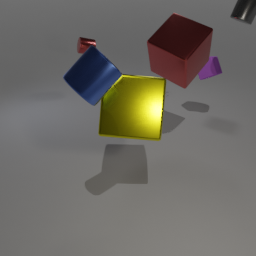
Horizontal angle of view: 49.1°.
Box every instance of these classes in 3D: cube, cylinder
[{"bbox_3d":[0.057,-0.478,6.779,1.400,1.400,1.400,5,1,-4],"label":"cube"},{"bbox_3d":[3.649,-3.669,8.678,0.700,0.700,0.700,18,23,-8],"label":"cylinder"},{"bbox_3d":[-0.565,-0.840,4.541,0.700,0.700,0.700,-46,37,4],"label":"cylinder"},{"bbox_3d":[-1.859,-3.648,12.509,0.700,0.700,0.700,3,27,-23],"label":"cylinder"},{"bbox_3d":[1.597,-2.375,8.678,1.400,1.400,1.400,34,73,24],"label":"cube"},{"bbox_3d":[3.153,-2.341,10.943,0.700,0.700,0.700,-17,2,39],"label":"cube"}]
